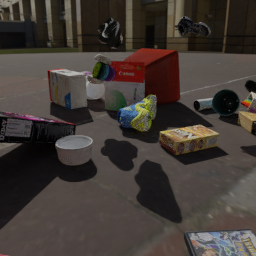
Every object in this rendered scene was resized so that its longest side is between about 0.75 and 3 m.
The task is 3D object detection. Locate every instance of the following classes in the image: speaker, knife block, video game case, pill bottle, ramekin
[{"bbox_3d":[3.622,-1.107,12.903,1.203,0.489,0.489,-9,21,-25],"label":"speaker"},{"bbox_3d":[4.481,-0.112,10.004,1.533,0.490,1.345,18,25,40],"label":"knife block"},{"bbox_3d":[1.606,2.050,4.281,1.196,0.169,1.324,-2,19,-4],"label":"video game case"},{"bbox_3d":[-2.013,-2.231,14.880,1.310,1.310,2.334,-7,19,-19],"label":"pill bottle"},{"bbox_3d":[-1.490,0.629,7.820,1.023,0.537,1.023,0,19,0],"label":"ramekin"}]

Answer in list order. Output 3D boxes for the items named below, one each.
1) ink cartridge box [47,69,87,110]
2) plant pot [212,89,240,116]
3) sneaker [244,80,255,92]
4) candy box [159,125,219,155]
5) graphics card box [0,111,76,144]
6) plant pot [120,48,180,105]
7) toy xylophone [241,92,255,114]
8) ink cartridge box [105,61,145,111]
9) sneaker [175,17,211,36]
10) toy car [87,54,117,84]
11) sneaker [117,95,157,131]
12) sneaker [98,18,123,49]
[{"bbox_3d":[-3.129,-1.995,13.757,0.921,1.590,2.738,-16,25,-38],"label":"ink cartridge box"},{"bbox_3d":[4.304,-1.065,12.063,1.113,1.113,1.046,12,7,30],"label":"plant pot"},{"bbox_3d":[7.695,-2.352,16.483,0.695,0.661,1.754,-2,26,-35],"label":"sneaker"},{"bbox_3d":[1.907,0.340,8.766,1.623,0.449,0.937,-8,22,-25],"label":"candy box"},{"bbox_3d":[-3.098,-0.020,8.093,1.788,0.725,2.850,12,3,31],"label":"graphics card box"},{"bbox_3d":[0.873,-2.393,13.961,2.245,2.546,2.548,-28,32,-36],"label":"plant pot"},{"bbox_3d":[5.797,-0.933,12.090,1.628,0.559,2.224,32,25,18],"label":"toy xylophone"},{"bbox_3d":[-0.144,-1.820,12.386,1.741,2.163,0.542,7,20,19],"label":"ink cartridge box"},{"bbox_3d":[2.764,-4.243,12.140,1.502,0.567,0.855,32,57,18],"label":"sneaker"},{"bbox_3d":[-0.885,-2.092,10.477,0.932,1.088,1.243,26,12,6],"label":"toy car"},{"bbox_3d":[0.343,-0.698,10.947,1.388,1.001,2.642,4,20,12],"label":"sneaker"},{"bbox_3d":[-0.499,-3.243,9.951,0.864,0.937,2.343,-32,28,14],"label":"sneaker"}]
